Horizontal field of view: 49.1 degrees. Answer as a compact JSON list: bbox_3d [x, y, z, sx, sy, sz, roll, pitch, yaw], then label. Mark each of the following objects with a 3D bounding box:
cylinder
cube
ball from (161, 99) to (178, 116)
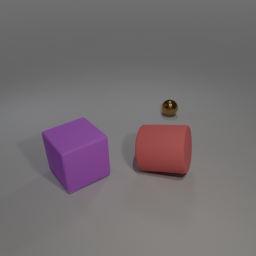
[{"bbox_3d":[1.091,0.603,8.331,1.400,1.400,1.400,1,28,22],"label":"cylinder"},{"bbox_3d":[-1.495,0.744,8.192,1.400,1.400,1.400,-22,38,-29],"label":"cube"},{"bbox_3d":[1.762,-0.857,11.838,0.700,0.700,0.700,0,30,0],"label":"ball"}]
